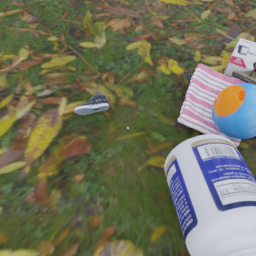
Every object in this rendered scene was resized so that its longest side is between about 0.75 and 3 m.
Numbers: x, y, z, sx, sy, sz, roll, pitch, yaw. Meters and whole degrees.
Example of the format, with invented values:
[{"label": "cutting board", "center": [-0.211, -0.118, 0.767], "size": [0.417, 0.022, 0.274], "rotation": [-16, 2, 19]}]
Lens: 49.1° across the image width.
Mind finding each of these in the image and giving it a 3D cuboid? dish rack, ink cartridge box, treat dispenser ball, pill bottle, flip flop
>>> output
[{"label": "dish rack", "center": [2.289, -1.782, 9.405], "size": [0.822, 0.224, 0.631], "rotation": [-9, 54, -14]}, {"label": "ink cartridge box", "center": [4.044, -2.268, 9.500], "size": [1.107, 0.642, 1.500], "rotation": [23, 57, 14]}, {"label": "treat dispenser ball", "center": [2.973, -0.438, 7.363], "size": [1.471, 1.471, 1.471], "rotation": [0, 54, 0]}, {"label": "pill bottle", "center": [1.891, 1.710, 5.616], "size": [1.761, 1.761, 2.943], "rotation": [-6, 42, -4]}, {"label": "flip flop", "center": [4.021, -1.670, 8.115], "size": [2.413, 0.695, 0.978], "rotation": [-8, 32, -21]}]

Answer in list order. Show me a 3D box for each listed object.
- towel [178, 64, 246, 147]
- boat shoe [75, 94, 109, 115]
[{"label": "towel", "center": [2.662, -0.798, 8.448], "size": [1.845, 0.377, 2.522], "rotation": [22, 57, 5]}, {"label": "boat shoe", "center": [-1.131, -0.724, 8.566], "size": [1.060, 0.375, 0.481], "rotation": [-9, 60, -16]}]
